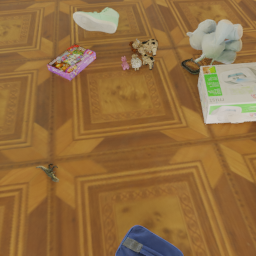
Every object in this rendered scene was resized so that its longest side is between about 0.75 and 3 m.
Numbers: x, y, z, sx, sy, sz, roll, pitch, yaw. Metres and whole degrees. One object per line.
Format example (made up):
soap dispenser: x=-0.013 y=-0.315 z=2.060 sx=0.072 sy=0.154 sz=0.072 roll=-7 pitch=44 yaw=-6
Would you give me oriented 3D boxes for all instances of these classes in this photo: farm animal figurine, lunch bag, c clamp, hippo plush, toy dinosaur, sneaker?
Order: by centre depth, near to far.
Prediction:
lunch bag: x=0.572 y=3.480 z=7.217 sx=1.784 sy=1.181 sz=1.212 roll=24 pitch=55 yaw=19
toy dinosaur: x=-2.651 y=1.421 z=9.498 sx=1.030 sy=0.244 sz=0.454 roll=29 pitch=63 yaw=25
farm animal figurine: x=0.575 y=-3.517 z=12.978 sx=1.540 sy=0.959 sz=1.907 roll=11 pitch=52 yaw=9
c clamp: x=3.122 y=-2.891 z=12.998 sx=1.042 sy=0.165 sz=1.220 roll=-37 pitch=59 yaw=-18
hippo plush: x=3.935 y=-3.948 z=13.148 sx=2.481 sy=1.976 sz=1.995 roll=-53 pitch=38 yaw=12
sneaker: x=-1.641 y=-5.900 z=14.934 sx=2.369 sy=0.872 sz=1.397 roll=15 pitch=58 yaw=-1

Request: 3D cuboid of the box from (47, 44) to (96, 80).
box: x=-2.589 y=-3.113 z=13.023 sx=1.317 sy=0.376 sz=1.925 roll=27 pitch=56 yaw=20

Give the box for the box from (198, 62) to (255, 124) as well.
box: x=4.158 y=-1.362 z=10.999 sx=2.471 sy=1.195 sz=2.181 roll=-2 pitch=51 yaw=6
